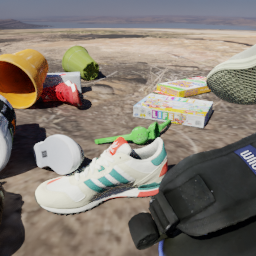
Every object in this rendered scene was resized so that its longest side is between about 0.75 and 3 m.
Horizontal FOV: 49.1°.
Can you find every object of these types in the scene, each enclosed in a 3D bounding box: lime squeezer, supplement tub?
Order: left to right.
[{"bbox_3d":[-3.306,0.020,6.246,1.467,1.467,2.395,-6,25,-14],"label":"supplement tub"},{"bbox_3d":[0.446,0.151,7.443,2.512,0.474,0.887,-16,-2,-30],"label":"lime squeezer"}]

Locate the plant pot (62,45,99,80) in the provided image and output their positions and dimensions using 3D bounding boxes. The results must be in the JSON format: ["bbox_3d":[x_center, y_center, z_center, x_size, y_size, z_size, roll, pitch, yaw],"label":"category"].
[{"bbox_3d":[-2.135,-2.978,13.444,1.530,1.530,1.453,-19,42,-36],"label":"plant pot"}]

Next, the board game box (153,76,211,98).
[{"bbox_3d":[2.501,-1.700,11.597,2.818,0.422,1.346,-17,28,-28],"label":"board game box"}]

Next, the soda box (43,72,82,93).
[{"bbox_3d":[-2.996,-1.758,11.193,2.230,0.761,0.707,-4,24,-9],"label":"soda box"}]

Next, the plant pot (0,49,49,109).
[{"bbox_3d":[-3.624,-1.870,9.665,1.824,1.824,1.669,5,39,11],"label":"plant pot"}]

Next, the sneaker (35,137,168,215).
[{"bbox_3d":[-0.417,0.717,5.034,2.483,1.161,0.874,-6,25,-15],"label":"sneaker"}]

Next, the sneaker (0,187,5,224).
[{"bbox_3d":[-2.323,1.202,4.475,0.783,0.730,2.073,-18,30,-37],"label":"sneaker"}]

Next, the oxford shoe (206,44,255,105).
[{"bbox_3d":[1.890,-0.858,3.845,0.640,0.834,2.217,-53,8,-17],"label":"oxford shoe"}]

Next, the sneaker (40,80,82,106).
[{"bbox_3d":[-2.413,-1.087,9.909,1.240,0.841,2.147,-19,19,-14],"label":"sneaker"}]

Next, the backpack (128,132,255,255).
[{"bbox_3d":[1.972,1.176,2.441,2.738,2.215,2.875,-38,48,-25],"label":"backpack"}]

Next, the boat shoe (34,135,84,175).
[{"bbox_3d":[-1.308,0.472,5.556,0.594,0.720,2.098,-9,2,-34],"label":"boat shoe"}]

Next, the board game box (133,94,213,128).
[{"bbox_3d":[1.477,-0.610,9.031,2.220,0.380,1.492,10,25,22],"label":"board game box"}]
